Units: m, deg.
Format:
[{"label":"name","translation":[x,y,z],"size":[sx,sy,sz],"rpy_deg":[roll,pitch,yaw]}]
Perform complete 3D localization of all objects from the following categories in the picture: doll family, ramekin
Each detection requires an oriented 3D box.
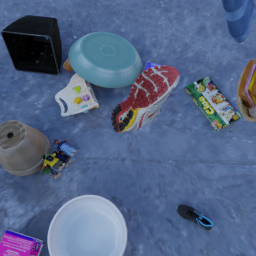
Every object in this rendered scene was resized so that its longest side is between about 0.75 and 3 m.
[{"label":"doll family","translation":[-2.207,0.903,8.664],"size":[0.776,0.527,1.342],"rpy_deg":[28,45,11]},{"label":"ramekin","translation":[-1.013,2.876,7.435],"size":[2.000,1.050,2.000],"rpy_deg":[0,65,0]}]

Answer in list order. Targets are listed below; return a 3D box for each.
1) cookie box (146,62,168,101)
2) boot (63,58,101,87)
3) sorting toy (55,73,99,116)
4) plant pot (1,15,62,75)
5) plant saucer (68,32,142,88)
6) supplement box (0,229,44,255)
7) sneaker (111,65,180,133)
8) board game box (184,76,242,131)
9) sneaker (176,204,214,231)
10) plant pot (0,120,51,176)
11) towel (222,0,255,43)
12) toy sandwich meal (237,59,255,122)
[{"label":"cookie box","translation":[1.031,-1.661,9.984],"size":[1.023,0.449,1.196],"rpy_deg":[13,65,6]},{"label":"boot","translation":[-1.341,-2.034,10.140],"size":[1.780,0.682,1.382],"rpy_deg":[-16,71,-13]},{"label":"sorting toy","translation":[-1.790,-0.988,9.561],"size":[1.301,0.772,1.445],"rpy_deg":[-23,67,-2]},{"label":"plant pot","translation":[-3.241,-3.122,10.113],"size":[1.695,1.699,1.507],"rpy_deg":[7,55,4]},{"label":"plant saucer","translation":[-0.730,-2.606,10.013],"size":[2.732,0.491,2.732],"rpy_deg":[9,54,-12]},{"label":"supplement box","translation":[-2.973,3.625,7.164],"size":[0.885,0.866,1.712],"rpy_deg":[15,65,7]},{"label":"sneaker","translation":[0.489,-0.719,7.156],"size":[0.936,2.279,0.887],"rpy_deg":[1,57,-43]},{"label":"board game box","translation":[2.925,-0.889,9.748],"size":[1.017,0.228,1.941],"rpy_deg":[-28,67,-11]},{"label":"sneaker","translation":[1.917,2.489,7.954],"size":[1.119,0.459,0.410],"rpy_deg":[26,67,13]},{"label":"plant pot","translation":[-3.284,0.488,8.421],"size":[1.606,1.393,1.606],"rpy_deg":[0,64,-1]},{"label":"towel","translation":[2.611,-3.190,6.772],"size":[0.515,2.121,1.184],"rpy_deg":[9,64,34]},{"label":"toy sandwich meal","translation":[3.212,-0.926,6.712],"size":[0.589,1.719,1.719],"rpy_deg":[13,57,50]}]
